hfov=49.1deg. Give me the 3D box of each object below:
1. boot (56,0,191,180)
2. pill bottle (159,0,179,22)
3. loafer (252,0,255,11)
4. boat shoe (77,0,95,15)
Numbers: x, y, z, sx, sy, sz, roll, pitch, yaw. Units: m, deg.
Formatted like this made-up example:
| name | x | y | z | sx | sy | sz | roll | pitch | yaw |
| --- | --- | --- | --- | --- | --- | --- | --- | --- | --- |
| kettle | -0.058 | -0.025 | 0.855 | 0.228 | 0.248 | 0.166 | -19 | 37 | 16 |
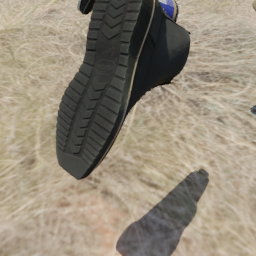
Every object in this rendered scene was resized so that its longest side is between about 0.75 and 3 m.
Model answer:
| name | x | y | z | sx | sy | sz | roll | pitch | yaw |
| --- | --- | --- | --- | --- | --- | --- | --- | --- | --- |
| boot | 0.119 | -0.518 | 4.056 | 1.003 | 2.588 | 1.790 | 31 | 14 | 32 |
| pill bottle | 0.612 | -4.200 | 9.847 | 2.202 | 1.231 | 1.231 | 1 | 37 | -36 |
| loafer | 3.651 | -3.117 | 6.560 | 1.502 | 0.507 | 0.571 | -21 | 73 | -6 |
| boat shoe | -0.648 | -4.358 | 8.625 | 0.857 | 2.535 | 0.910 | 52 | 32 | -4 |
